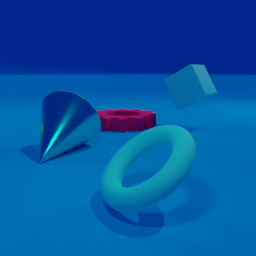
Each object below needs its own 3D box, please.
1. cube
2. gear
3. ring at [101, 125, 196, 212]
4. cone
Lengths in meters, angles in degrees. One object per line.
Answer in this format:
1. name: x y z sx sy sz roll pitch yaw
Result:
1. cube: 1.693 -1.106 7.548 0.883 0.883 0.883 -28 -8 37
2. gear: -0.153 -0.253 8.002 1.879 0.348 1.879 0 12 0
3. ring: 0.207 0.423 3.226 1.232 0.246 1.232 -31 24 16
4. cone: -1.324 0.195 5.204 1.291 1.291 1.296 4 39 16
